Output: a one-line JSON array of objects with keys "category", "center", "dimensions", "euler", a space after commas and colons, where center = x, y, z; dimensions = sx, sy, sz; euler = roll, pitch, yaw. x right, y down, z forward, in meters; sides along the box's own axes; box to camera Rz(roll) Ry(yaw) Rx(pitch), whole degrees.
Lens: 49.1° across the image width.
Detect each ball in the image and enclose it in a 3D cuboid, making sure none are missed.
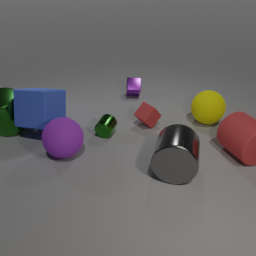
[{"category": "ball", "center": [-2.219, 0.332, 9.580], "dimensions": [1.400, 1.400, 1.400], "euler": [0, 29, 0]}, {"category": "ball", "center": [3.356, -0.868, 11.726], "dimensions": [1.400, 1.400, 1.400], "euler": [0, 29, 0]}]

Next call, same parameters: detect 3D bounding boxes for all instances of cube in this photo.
[{"category": "cube", "center": [-3.338, -0.778, 10.728], "dimensions": [1.400, 1.400, 1.400], "euler": [6, 11, 18]}, {"category": "cube", "center": [0.816, -0.538, 11.586], "dimensions": [0.700, 0.700, 0.700], "euler": [35, 87, 40]}, {"category": "cube", "center": [0.276, -2.087, 14.248], "dimensions": [0.700, 0.700, 0.700], "euler": [2, 69, -3]}]

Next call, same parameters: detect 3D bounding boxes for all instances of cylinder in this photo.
[{"category": "cylinder", "center": [-4.799, -0.625, 10.976], "dimensions": [1.400, 1.400, 1.400], "euler": [-6, 46, 6]}, {"category": "cylinder", "center": [-0.864, -0.079, 10.977], "dimensions": [0.700, 0.700, 0.700], "euler": [10, 39, 17]}, {"category": "cylinder", "center": [4.028, 0.336, 9.582], "dimensions": [1.400, 1.400, 1.400], "euler": [-10, 30, -17]}, {"category": "cylinder", "center": [1.520, 0.794, 8.771], "dimensions": [1.400, 1.400, 1.400], "euler": [7, 30, 12]}]
